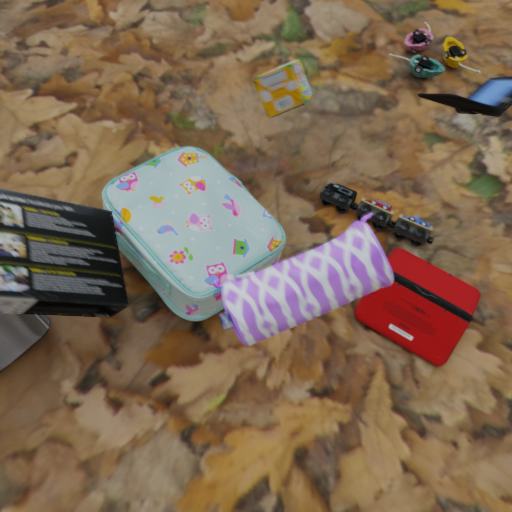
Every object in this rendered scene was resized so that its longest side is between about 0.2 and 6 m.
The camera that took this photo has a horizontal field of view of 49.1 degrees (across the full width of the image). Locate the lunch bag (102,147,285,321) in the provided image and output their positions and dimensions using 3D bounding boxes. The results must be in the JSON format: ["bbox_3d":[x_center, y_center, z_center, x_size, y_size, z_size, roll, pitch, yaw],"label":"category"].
[{"bbox_3d":[-1.225,-0.459,10.062,2.446,1.176,3.050,-35,68,-25],"label":"lunch bag"}]

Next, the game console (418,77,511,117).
[{"bbox_3d":[2.713,-2.083,6.964,0.928,1.055,0.614,-41,107,6],"label":"game console"}]

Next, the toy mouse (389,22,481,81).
[{"bbox_3d":[3.899,-4.649,13.012,1.793,0.390,2.018,-13,61,-7],"label":"toy mouse"}]

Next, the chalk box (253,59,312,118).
[{"bbox_3d":[0.498,-2.927,9.694,0.711,0.706,1.139,-17,19,20],"label":"chalk box"}]

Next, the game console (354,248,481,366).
[{"bbox_3d":[2.892,0.862,10.032,1.767,1.049,1.523,30,96,16],"label":"game console"}]

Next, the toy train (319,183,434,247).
[{"bbox_3d":[2.354,-0.833,10.882,2.349,0.401,0.538,27,52,15],"label":"toy train"}]

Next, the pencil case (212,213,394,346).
[{"bbox_3d":[0.596,0.334,7.073,2.224,0.934,0.951,-23,84,1],"label":"pencil case"}]

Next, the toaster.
[{"bbox_3d":[-5.109,0.974,9.095,2.568,1.685,2.840,-39,68,-18],"label":"toaster"}]

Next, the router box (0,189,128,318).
[{"bbox_3d":[-3.011,-0.005,8.031,2.237,0.571,1.669,11,57,-47],"label":"router box"}]
